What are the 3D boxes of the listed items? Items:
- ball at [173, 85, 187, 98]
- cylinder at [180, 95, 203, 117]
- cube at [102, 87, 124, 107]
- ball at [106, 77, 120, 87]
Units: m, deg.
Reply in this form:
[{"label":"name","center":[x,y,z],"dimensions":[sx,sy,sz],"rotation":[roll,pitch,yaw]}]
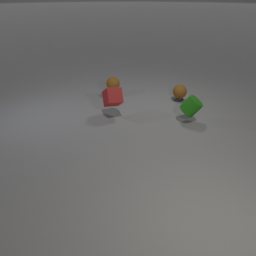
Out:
[{"label":"ball","center":[2.615,-1.840,14.128],"dimensions":[0.700,0.700,0.700],"rotation":[0,28,0]},{"label":"cylinder","center":[2.675,-0.926,11.821],"dimensions":[0.700,0.700,0.700],"rotation":[31,30,-20]},{"label":"cube","center":[-0.668,-1.347,12.208],"dimensions":[0.700,0.700,0.700],"rotation":[-6,-6,-24]},{"label":"ball","center":[-0.777,-2.308,14.549],"dimensions":[0.700,0.700,0.700],"rotation":[0,28,0]}]
